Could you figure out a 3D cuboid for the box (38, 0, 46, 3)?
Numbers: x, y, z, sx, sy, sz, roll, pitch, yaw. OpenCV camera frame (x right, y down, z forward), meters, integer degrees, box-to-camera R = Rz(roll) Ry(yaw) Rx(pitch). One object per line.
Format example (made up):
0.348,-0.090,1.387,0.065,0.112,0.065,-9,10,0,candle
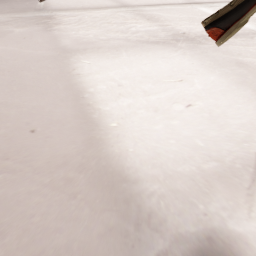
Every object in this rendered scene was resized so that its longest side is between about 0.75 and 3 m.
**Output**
-2.384,-3.651,7.576,0.262,0.315,0.767,-27,41,-6,box

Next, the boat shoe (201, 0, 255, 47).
2.837,-3.081,6.585,0.965,2.712,0.849,-31,83,-37,boat shoe
